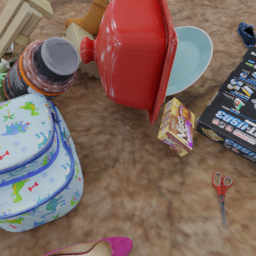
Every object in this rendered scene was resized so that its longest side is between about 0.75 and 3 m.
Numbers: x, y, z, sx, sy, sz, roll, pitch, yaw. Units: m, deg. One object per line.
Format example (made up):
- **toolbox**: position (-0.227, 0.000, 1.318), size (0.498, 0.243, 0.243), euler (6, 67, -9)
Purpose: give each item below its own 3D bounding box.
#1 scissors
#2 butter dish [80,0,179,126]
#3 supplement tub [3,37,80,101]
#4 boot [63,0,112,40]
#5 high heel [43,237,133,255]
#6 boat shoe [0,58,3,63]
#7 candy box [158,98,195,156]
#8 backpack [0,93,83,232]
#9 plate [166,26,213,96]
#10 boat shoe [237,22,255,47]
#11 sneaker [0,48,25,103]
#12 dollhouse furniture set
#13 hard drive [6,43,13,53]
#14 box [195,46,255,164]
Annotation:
- **scissors**: position (2.085, 1.568, 6.373), size (0.480, 0.091, 1.312), euler (18, 54, 11)
- **butter dish**: position (-0.118, -1.948, 7.118), size (2.189, 2.953, 2.961), euler (-1, 51, -5)
- **supplement tub**: position (-2.131, -1.306, 6.888), size (1.320, 2.468, 1.320), euler (9, 75, -35)
- **boot**: position (-1.052, -4.069, 9.625), size (2.762, 2.144, 1.059), euler (17, 53, 14)
- **high heel**: position (-0.736, 2.366, 5.206), size (1.766, 0.849, 0.595), euler (-18, 53, -14)
- **boat shoe**: position (-4.924, -2.123, 9.036), size (1.681, 0.605, 0.571), euler (-19, 54, -15)
- **candy box**: position (1.234, -0.052, 6.970), size (0.794, 0.384, 1.360), euler (38, 39, -16)
- **backpack**: position (-2.262, 0.695, 5.927), size (2.332, 1.872, 2.548), euler (-22, 58, -13)
- **plate**: position (1.359, -2.000, 8.555), size (2.528, 0.323, 2.528), euler (-16, 58, 27)
- **boat shoe**: position (4.451, -3.526, 10.264), size (0.582, 0.475, 1.383), euler (-5, 51, -4)
- **sneaker**: position (-3.602, -1.380, 8.017), size (1.069, 1.232, 2.780), euler (23, 54, 17)
- **dollhouse furniture set**: position (-2.674, -2.435, 9.032), size (2.712, 2.210, 2.579), euler (23, 33, -43)
- **hard drive**: position (-5.344, -3.093, 10.016), size (2.344, 0.313, 1.546), euler (-10, 51, -8)
- **box**: position (3.760, -0.433, 7.155), size (2.952, 0.733, 2.930), euler (31, 73, 23)
